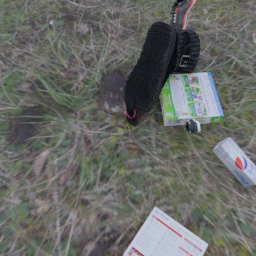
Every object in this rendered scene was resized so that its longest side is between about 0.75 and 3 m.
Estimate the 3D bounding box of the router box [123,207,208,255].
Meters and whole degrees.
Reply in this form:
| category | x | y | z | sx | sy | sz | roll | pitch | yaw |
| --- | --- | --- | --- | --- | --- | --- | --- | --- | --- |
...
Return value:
| category | x | y | z | sx | sy | sz | roll | pitch | yaw |
| --- | --- | --- | --- | --- | --- | --- | --- | --- | --- |
| router box | 0.850 | 2.778 | 6.348 | 1.468 | 0.359 | 1.317 | 34 | 64 | 14 |

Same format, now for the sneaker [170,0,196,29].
| category | x | y | z | sx | sy | sz | roll | pitch | yaw |
| --- | --- | --- | --- | --- | --- | --- | --- | --- | --- |
| sneaker | 1.634 | -3.871 | 9.512 | 0.697 | 1.703 | 0.656 | -5 | 37 | -38 |

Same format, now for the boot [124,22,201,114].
| category | x | y | z | sx | sy | sz | roll | pitch | yaw |
| --- | --- | --- | --- | --- | --- | --- | --- | --- | --- |
| boot | 1.154 | -1.753 | 8.670 | 1.069 | 2.841 | 2.124 | 35 | 24 | 25 |

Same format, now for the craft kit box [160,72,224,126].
| category | x | y | z | sx | sy | sz | roll | pitch | yaw |
| --- | --- | --- | --- | --- | --- | --- | --- | --- | --- |
| craft kit box | 1.878 | -0.927 | 8.705 | 1.740 | 0.427 | 1.762 | -2 | 58 | -4 |

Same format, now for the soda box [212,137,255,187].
| category | x | y | z | sx | sy | sz | roll | pitch | yaw |
| --- | --- | --- | --- | --- | --- | --- | --- | --- | --- |
| soda box | 2.835 | 0.891 | 7.258 | 0.413 | 0.444 | 1.301 | -38 | 86 | -27 |

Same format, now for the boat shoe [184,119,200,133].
| category | x | y | z | sx | sy | sz | roll | pitch | yaw |
| --- | --- | --- | --- | --- | --- | --- | --- | --- | --- |
| boat shoe | 1.695 | -0.053 | 7.630 | 0.312 | 1.033 | 0.391 | -6 | 88 | 1 |

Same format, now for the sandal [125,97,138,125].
| category | x | y | z | sx | sy | sz | roll | pitch | yaw |
| --- | --- | --- | --- | --- | --- | --- | --- | --- | --- |
| sandal | 0.078 | -0.478 | 8.265 | 0.327 | 0.196 | 0.871 | -12 | 101 | 2 |
